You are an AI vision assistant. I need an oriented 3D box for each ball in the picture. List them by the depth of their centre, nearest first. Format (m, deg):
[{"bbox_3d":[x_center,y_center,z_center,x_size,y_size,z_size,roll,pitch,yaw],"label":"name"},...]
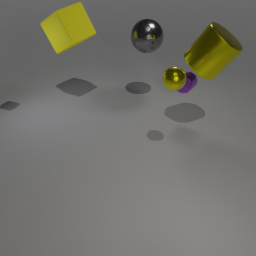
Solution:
[{"bbox_3d":[1.343,-1.437,8.166,0.700,0.700,0.700,0,33,0],"label":"ball"},{"bbox_3d":[0.811,-3.907,11.936,1.400,1.400,1.400,0,33,0],"label":"ball"}]

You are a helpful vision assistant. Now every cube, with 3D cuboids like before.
[{"bbox_3d":[-2.493,-4.174,11.751,1.400,1.400,1.400,-6,28,48],"label":"cube"}]

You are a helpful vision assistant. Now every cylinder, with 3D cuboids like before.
[{"bbox_3d":[2.869,-2.581,9.510,1.400,1.400,1.400,24,41,-22],"label":"cylinder"},{"bbox_3d":[2.229,-1.752,10.787,0.700,0.700,0.700,18,31,26],"label":"cylinder"}]
